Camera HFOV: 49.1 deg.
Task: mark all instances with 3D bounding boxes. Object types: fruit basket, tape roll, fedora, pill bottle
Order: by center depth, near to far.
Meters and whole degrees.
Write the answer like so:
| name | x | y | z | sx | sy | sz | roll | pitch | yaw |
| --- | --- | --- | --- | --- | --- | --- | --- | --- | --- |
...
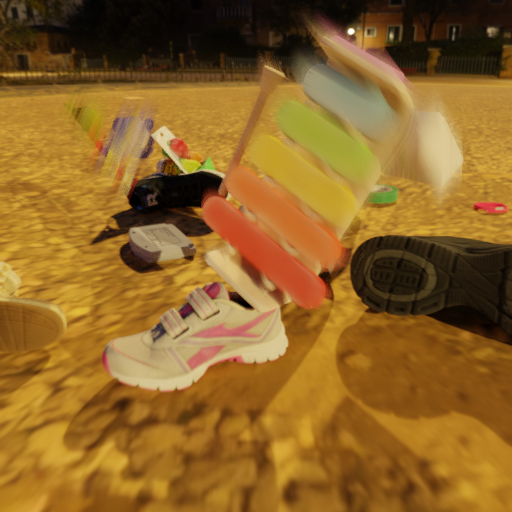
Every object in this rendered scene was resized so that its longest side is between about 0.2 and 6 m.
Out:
| name | x | y | z | sx | sy | sz | roll | pitch | yaw |
| --- | --- | --- | --- | --- | --- | --- | --- | --- | --- |
| fedora | 0.352 | -0.362 | 7.883 | 0.931 | 2.062 | 1.824 | -32 | 53 | 8 |
| fruit basket | -1.636 | -2.089 | 12.465 | 1.728 | 0.810 | 1.600 | 43 | 15 | -13 |
| tape roll | 2.682 | -1.399 | 12.497 | 0.931 | 0.224 | 0.931 | 0 | 20 | 0 |
| pill bottle | -1.912 | -2.065 | 13.654 | 1.146 | 0.626 | 0.626 | 17 | 27 | 39 |

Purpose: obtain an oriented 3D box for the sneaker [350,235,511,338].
| name | x | y | z | sx | sy | sz | roll | pitch | yaw |
| --- | --- | --- | --- | --- | --- | --- | --- | --- | --- |
| sneaker | 2.954 | 0.260 | 6.978 | 3.346 | 1.270 | 1.519 | 15 | 16 | 25 |

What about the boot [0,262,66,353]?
| name | x | y | z | sx | sy | sz | roll | pitch | yaw |
| --- | --- | --- | --- | --- | --- | --- | --- | --- | --- |
| boot | -3.100 | 0.564 | 6.850 | 1.871 | 0.681 | 1.454 | -3 | 21 | 1 |

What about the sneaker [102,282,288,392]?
| name | x | y | z | sx | sy | sz | roll | pitch | yaw |
| --- | --- | --- | --- | --- | --- | --- | --- | --- | --- |
| sneaker | -0.624 | 0.740 | 5.989 | 2.088 | 0.921 | 0.850 | -12 | 24 | -29 |

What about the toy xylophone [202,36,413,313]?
| name | x | y | z | sx | sy | sz | roll | pitch | yaw |
| --- | --- | --- | --- | --- | --- | --- | --- | --- | --- |
| toy xylophone | 0.334 | -0.842 | 5.725 | 1.997 | 2.727 | 0.685 | 33 | 20 | 31 |

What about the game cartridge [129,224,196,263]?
| name | x | y | z | sx | sy | sz | roll | pitch | yaw |
| --- | --- | --- | --- | --- | --- | --- | --- | --- | --- |
| game cartridge | -1.650 | -0.221 | 9.442 | 0.896 | 0.272 | 1.344 | -6 | 22 | -25 |

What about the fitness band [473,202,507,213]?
| name | x | y | z | sx | sy | sz | roll | pitch | yaw |
| --- | --- | --- | --- | --- | --- | --- | --- | --- | --- |
| fitness band | 4.874 | -1.007 | 11.648 | 0.668 | 0.125 | 0.480 | 1 | 19 | 0 |

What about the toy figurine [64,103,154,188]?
| name | x | y | z | sx | sy | sz | roll | pitch | yaw |
| --- | --- | --- | --- | --- | --- | --- | --- | --- | --- |
| toy figurine | -1.880 | -1.758 | 7.871 | 0.854 | 1.426 | 0.752 | -38 | 44 | -8 |

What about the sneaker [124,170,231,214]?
| name | x | y | z | sx | sy | sz | roll | pitch | yaw |
| --- | --- | --- | --- | --- | --- | --- | --- | --- | --- |
| sneaker | -1.680 | -1.196 | 11.335 | 2.255 | 0.824 | 1.261 | 3 | 23 | 31 |

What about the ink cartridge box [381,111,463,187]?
| name | x | y | z | sx | sy | sz | roll | pitch | yaw |
| --- | --- | --- | --- | --- | --- | --- | --- | --- | --- |
| ink cartridge box | 1.896 | -1.378 | 7.029 | 0.470 | 0.811 | 1.120 | -49 | 35 | -10 |
